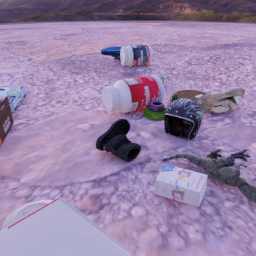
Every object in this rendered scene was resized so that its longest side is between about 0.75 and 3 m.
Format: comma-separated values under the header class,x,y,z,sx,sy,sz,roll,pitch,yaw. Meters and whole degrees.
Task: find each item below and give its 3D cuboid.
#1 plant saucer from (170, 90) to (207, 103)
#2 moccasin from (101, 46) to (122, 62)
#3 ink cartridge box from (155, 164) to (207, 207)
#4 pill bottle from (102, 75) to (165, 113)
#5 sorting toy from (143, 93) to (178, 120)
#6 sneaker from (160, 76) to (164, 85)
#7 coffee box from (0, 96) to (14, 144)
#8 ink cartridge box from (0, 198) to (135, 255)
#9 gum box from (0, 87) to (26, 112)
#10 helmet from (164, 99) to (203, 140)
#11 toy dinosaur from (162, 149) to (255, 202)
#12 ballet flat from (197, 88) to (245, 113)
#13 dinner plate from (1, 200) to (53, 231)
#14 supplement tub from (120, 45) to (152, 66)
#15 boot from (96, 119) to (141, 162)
class,x,y,z,sx,sy,sz,roll,pitch,yaw
plant saucer,2.564,-1.213,11.334,1.731,0.255,1.731,1,25,0
moccasin,-0.491,-4.621,17.736,2.583,0.881,1.039,7,34,18
ink cartridge box,1.161,1.226,6.064,0.975,0.413,0.704,13,28,23
pill bottle,0.185,-1.220,10.255,2.107,1.183,1.183,-14,29,-25
sorting toy,1.469,-0.730,9.712,1.871,0.768,1.124,13,29,26
sneaker,1.412,-2.162,13.115,0.508,0.432,1.160,0,26,12
coffee box,-4.941,-0.206,8.311,2.538,1.013,1.434,-3,27,-5
ink cartridge box,-0.798,1.985,2.942,1.282,1.772,1.288,24,35,35
gum box,-5.236,-1.097,10.815,2.090,0.466,1.775,-2,26,-4
helmet,1.671,-0.322,8.419,1.209,1.153,1.209,0,26,0
toy dinosaur,2.152,0.876,6.662,1.137,0.612,2.580,-29,34,-34
ballet flat,3.607,-0.934,10.407,2.294,0.809,0.749,-14,55,-22
dinner plate,-1.729,1.748,5.311,1.281,0.155,1.281,-1,25,0
supplement tub,0.495,-4.314,16.666,1.711,1.201,1.201,-7,27,-14
boot,-0.061,0.326,7.668,1.082,0.544,1.447,16,41,29
